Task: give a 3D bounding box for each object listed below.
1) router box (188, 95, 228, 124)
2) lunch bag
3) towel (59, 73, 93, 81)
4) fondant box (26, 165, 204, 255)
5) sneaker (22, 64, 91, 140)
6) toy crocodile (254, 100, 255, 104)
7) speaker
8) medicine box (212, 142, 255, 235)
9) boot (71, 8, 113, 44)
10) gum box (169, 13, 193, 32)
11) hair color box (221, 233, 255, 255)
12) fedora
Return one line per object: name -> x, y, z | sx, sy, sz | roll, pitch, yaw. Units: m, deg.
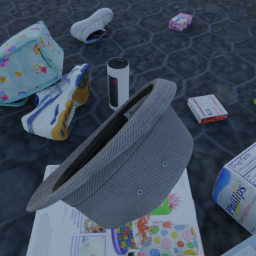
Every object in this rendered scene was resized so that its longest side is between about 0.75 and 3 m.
router box -> 2.238, -0.550, 7.939 | 0.802, 0.218, 0.893 | -9, 45, -9
lunch bag -> -3.113, -1.679, 7.911 | 2.405, 1.467, 2.049 | -29, 33, 7
towel -> -1.697, -1.601, 9.115 | 0.975, 0.116, 0.706 | -23, 51, -20
fondant box -> -0.215, 1.696, 5.225 | 2.844, 0.828, 2.051 | -1, 45, 0
sneaker -> -1.895, -0.934, 7.732 | 1.258, 1.074, 2.854 | 9, 44, 10
toy crocodile -> 4.259, -0.265, 7.452 | 0.678, 0.620, 2.009 | -25, 45, -23
speaker -> -0.260, -1.191, 7.716 | 0.586, 1.444, 0.586 | 1, 46, -1
medicine box -> 3.256, 1.268, 5.393 | 2.095, 1.184, 2.300 | -28, 50, -25
boot -> -1.178, -4.017, 11.196 | 2.124, 0.781, 1.015 | -39, 63, -23
gum box -> 2.222, -4.462, 11.825 | 0.597, 0.348, 1.052 | 26, 50, 24
hair color box -> 1.172, 2.573, 3.961 | 2.696, 1.335, 0.817 | -21, 48, -20
fedora -> -0.043, 0.407, 3.153 | 0.915, 1.792, 2.026 | 46, 79, -10
